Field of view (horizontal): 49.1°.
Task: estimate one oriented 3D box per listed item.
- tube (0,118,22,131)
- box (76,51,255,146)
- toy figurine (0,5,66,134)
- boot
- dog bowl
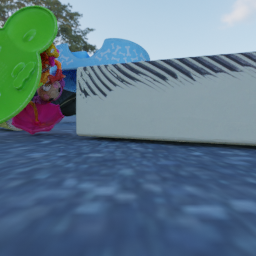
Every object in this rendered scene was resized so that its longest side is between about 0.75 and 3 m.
[{"bbox_3d":[-2.956,-0.321,6.603,0.618,0.553,2.131,-13,15,-41],"label":"tube"},{"bbox_3d":[0.810,-0.339,3.734,2.979,1.018,1.224,1,2,28],"label":"box"},{"bbox_3d":[-1.573,-0.665,4.569,1.456,1.939,1.785,34,-8,16],"label":"toy figurine"},{"bbox_3d":[-2.846,-0.719,10.490,2.945,1.141,2.037,-24,-18,-21],"label":"boot"},{"bbox_3d":[-0.577,-1.072,5.182,1.968,0.488,1.097,0,-21,20],"label":"dog bowl"}]
